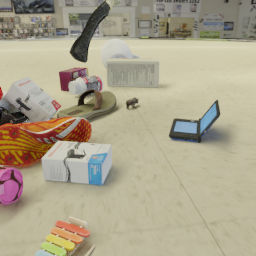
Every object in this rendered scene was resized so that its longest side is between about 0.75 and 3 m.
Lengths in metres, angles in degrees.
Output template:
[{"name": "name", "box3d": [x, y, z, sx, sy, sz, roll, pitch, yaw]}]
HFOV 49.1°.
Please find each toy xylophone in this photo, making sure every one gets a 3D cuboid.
[{"name": "toy xylophone", "box3d": [-0.926, 1.776, 4.215, 0.734, 0.252, 1.002, 7, 23, 16]}]

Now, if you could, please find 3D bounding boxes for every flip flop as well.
[{"name": "flip flop", "box3d": [-1.405, -0.931, 10.164, 1.186, 0.842, 2.924, 13, 25, 30]}]

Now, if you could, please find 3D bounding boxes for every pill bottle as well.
[{"name": "pill bottle", "box3d": [-1.898, -1.901, 12.641, 1.464, 0.810, 0.810, -19, 29, -39]}]

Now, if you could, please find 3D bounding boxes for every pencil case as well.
[{"name": "pencil case", "box3d": [-2.985, 1.043, 5.380, 1.772, 0.804, 0.830, 3, -10, 10]}]

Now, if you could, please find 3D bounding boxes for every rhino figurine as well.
[{"name": "rhino figurine", "box3d": [0.200, -1.005, 10.990, 0.255, 0.373, 0.853, 17, 27, 33]}]

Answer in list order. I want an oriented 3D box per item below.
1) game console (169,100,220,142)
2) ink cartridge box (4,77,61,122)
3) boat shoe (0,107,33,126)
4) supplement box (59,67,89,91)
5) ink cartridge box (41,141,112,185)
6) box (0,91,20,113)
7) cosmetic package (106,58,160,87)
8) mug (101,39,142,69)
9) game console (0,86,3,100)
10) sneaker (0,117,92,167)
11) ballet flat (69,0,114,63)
[{"name": "game console", "box3d": [2.008, -0.293, 8.477, 1.341, 0.930, 1.572, 6, 22, 13]}, {"name": "ink cartridge box", "box3d": [-3.101, -0.876, 9.218, 1.498, 0.627, 1.081, 43, 20, -9]}, {"name": "boat shoe", "box3d": [-3.891, -0.187, 8.291, 0.903, 0.856, 2.583, 12, 25, 28]}, {"name": "supplement box", "box3d": [-2.604, -2.397, 13.704, 0.748, 0.949, 1.449, 9, 23, 25]}, {"name": "ink cartridge box", "box3d": [-1.115, 0.756, 6.330, 1.341, 0.561, 0.973, 3, 22, 8]}, {"name": "box", "box3d": [-4.585, -0.654, 9.368, 1.396, 0.917, 1.404, 8, 23, 19]}, {"name": "cosmetic package", "box3d": [0.284, -2.837, 14.272, 2.622, 1.355, 1.144, 3, 22, 5]}, {"name": "mug", "box3d": [-0.350, -4.269, 17.222, 2.564, 1.893, 2.248, 3, 29, -10]}, {"name": "game console", "box3d": [-4.917, -0.640, 7.803, 2.340, 0.411, 2.646, -6, 28, -9]}, {"name": "sneaker", "box3d": [-2.363, 0.322, 7.188, 2.915, 1.064, 1.125, -8, 6, -35]}, {"name": "ballet flat", "box3d": [-1.077, -3.157, 9.065, 0.648, 2.280, 0.758, 32, 2, -6]}]
